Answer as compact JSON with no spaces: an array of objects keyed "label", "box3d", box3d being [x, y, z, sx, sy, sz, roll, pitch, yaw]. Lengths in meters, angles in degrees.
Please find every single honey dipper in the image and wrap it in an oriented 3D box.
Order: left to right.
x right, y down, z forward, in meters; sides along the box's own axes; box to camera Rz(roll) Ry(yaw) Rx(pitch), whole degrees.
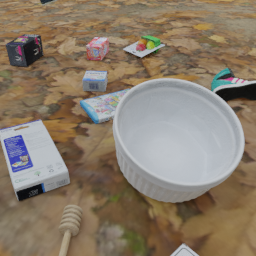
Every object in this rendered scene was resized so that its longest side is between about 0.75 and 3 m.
[{"label":"honey dipper","box3d":[-1.105,2.244,4.712,0.392,0.392,2.062,1,37,1]}]

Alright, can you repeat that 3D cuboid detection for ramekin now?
[{"label":"ramekin","box3d":[0.951,0.325,6.032,2.620,1.375,2.620,4,54,-5]}]

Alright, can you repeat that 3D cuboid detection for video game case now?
[{"label":"video game case","box3d":[-0.456,-0.766,9.218,1.909,0.170,1.366,-17,39,-23]}]

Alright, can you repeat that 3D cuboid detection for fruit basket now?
[{"label":"fruit basket","box3d":[0.768,-3.826,13.396,1.519,0.712,1.407,-38,47,-21]}]

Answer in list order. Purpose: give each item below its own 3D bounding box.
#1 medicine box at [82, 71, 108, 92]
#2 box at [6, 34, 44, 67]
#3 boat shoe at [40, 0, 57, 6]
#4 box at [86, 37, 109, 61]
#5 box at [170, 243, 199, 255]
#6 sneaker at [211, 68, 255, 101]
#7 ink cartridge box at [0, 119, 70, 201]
[{"label":"medicine box","box3d":[-1.207,-1.742,10.380,0.809,0.457,0.888,2,35,2]},{"label":"box","box3d":[-4.530,-3.467,12.425,0.843,0.972,1.590,8,35,11]},{"label":"boat shoe","box3d":[-2.649,-4.565,9.726,0.893,0.276,0.334,-30,47,-12]},{"label":"box","box3d":[-1.386,-3.700,13.046,0.709,0.654,1.383,6,35,9]},{"label":"box","box3d":[0.491,2.773,3.622,2.260,0.679,1.318,-29,44,-34]},{"label":"sneaker","box3d":[3.851,-1.549,9.817,2.064,0.863,1.246,-3,44,-2]},{"label":"ink cartridge box","box3d":[-2.375,0.663,6.894,1.186,0.468,2.386,-17,39,-22]}]
